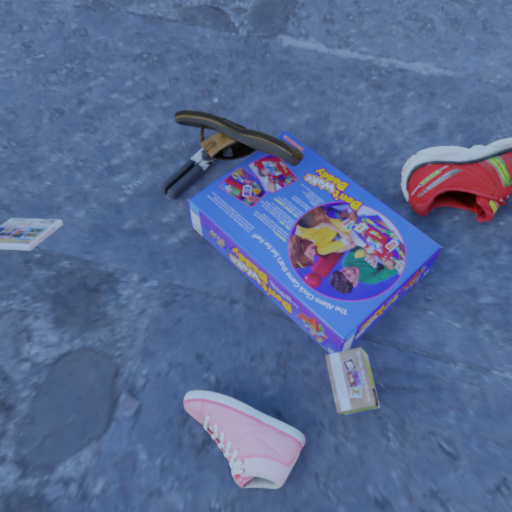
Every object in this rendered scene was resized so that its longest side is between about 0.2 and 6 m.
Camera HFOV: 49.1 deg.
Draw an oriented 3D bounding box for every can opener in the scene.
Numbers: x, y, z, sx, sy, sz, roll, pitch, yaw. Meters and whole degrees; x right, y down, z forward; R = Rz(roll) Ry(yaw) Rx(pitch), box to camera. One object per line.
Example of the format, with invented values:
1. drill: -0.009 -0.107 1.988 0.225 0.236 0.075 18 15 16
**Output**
1. can opener: -1.398 -1.971 12.161 0.457 0.573 1.714 34 64 19

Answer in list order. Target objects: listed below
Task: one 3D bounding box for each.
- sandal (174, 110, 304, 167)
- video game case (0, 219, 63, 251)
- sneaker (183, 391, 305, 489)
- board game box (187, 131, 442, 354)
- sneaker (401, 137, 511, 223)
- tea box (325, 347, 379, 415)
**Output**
1. sandal: -0.469 -2.222 11.134 3.021 1.234 0.824 25 101 22
2. video game case: -3.396 -0.318 8.058 0.905 0.107 0.824 3 30 16
3. sneaker: -0.357 2.979 8.936 2.102 0.791 1.099 22 55 8
4. board game box: 1.039 -0.392 10.963 2.760 0.919 4.104 -38 65 -21
5. sneaker: 4.852 -1.449 11.593 3.603 1.387 1.530 -7 68 5
6. tea box: 1.564 2.037 9.054 0.618 0.909 0.924 -15 68 12
